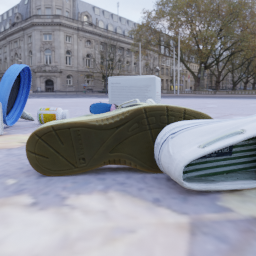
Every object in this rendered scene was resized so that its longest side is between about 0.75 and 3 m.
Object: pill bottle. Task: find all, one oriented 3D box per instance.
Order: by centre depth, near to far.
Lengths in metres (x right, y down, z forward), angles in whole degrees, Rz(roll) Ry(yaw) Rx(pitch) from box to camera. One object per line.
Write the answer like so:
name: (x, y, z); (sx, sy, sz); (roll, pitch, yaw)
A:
pill bottle: (-2.517, -0.416, 9.503); (0.989, 0.549, 0.549); (0, 7, 2)

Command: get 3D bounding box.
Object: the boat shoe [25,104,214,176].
boat shoe: (-0.045, 0.136, 3.941); (2.566, 0.936, 0.807); (-8, 13, -4)

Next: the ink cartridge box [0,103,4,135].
ink cartridge box: (-4.204, -0.264, 7.140); (1.450, 0.844, 2.005); (-6, 9, -38)

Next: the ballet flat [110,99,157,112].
ballet flat: (0.433, -0.553, 9.420); (2.371, 0.844, 0.820); (3, 8, 24)

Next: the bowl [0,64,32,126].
bowl: (-3.467, -1.013, 8.508); (0.377, 1.919, 1.919); (16, 6, -5)

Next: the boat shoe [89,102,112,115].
boat shoe: (-0.627, -0.531, 10.346); (1.776, 0.747, 0.610); (14, 4, -27)

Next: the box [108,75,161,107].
box: (0.342, -1.317, 11.906); (1.994, 1.708, 1.984); (2, 8, 13)

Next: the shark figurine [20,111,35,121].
shark figurine: (-4.360, -0.511, 10.524); (1.534, 0.640, 0.916); (13, -20, 32)

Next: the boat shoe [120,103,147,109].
boat shoe: (0.208, -0.101, 5.804); (0.774, 0.874, 2.387); (1, 5, -33)

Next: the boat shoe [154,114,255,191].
boat shoe: (1.722, 0.295, 3.196); (2.757, 1.014, 0.921); (-11, 20, -3)
